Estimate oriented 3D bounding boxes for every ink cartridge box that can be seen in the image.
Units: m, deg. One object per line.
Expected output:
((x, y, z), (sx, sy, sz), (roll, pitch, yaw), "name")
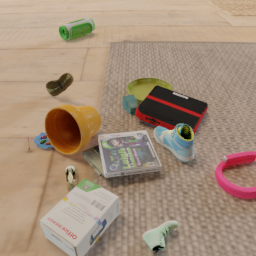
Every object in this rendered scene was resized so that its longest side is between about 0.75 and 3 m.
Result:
((-1.300, 2.491, 7.850), (1.344, 0.809, 1.850), (22, 42, 27), "ink cartridge box")

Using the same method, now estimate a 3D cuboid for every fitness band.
((4.117, 1.523, 9.383), (2.348, 0.439, 1.686), (-9, 39, -9), "fitness band")

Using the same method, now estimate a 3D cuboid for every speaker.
((-3.533, -6.937, 19.552), (2.483, 1.098, 1.098), (-32, 48, -33), "speaker")

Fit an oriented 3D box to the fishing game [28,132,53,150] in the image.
((-3.112, 0.404, 10.957), (1.623, 0.252, 1.162), (-11, 37, -14), "fishing game")

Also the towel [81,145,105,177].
((-0.674, 1.066, 10.164), (1.506, 0.270, 1.564), (-22, 41, -30), "towel")

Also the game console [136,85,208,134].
((1.887, -0.785, 12.083), (2.648, 0.411, 2.342), (23, 46, 18), "game console")

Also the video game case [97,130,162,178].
((-0.013, 0.848, 10.050), (1.947, 0.250, 2.142), (-6, 36, -10), "video game case")

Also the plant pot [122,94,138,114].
((0.132, -1.015, 12.540), (0.545, 0.545, 0.772), (-13, 48, -16), "plant pot")

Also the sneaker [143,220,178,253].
((0.991, 2.958, 7.591), (1.043, 0.384, 0.615), (-22, 37, -11), "sneaker")

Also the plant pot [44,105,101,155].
((-1.915, -0.115, 10.579), (1.785, 1.785, 1.634), (21, 27, 24), "plant pot")

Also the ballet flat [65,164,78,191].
((-1.892, 1.553, 9.353), (0.442, 0.410, 1.255), (-12, 39, -12), "ballet flat")

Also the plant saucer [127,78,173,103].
((1.047, -1.770, 13.615), (2.241, 0.348, 2.241), (1, 38, 0), "plant saucer")

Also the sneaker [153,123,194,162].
((1.720, 0.188, 10.341), (0.811, 1.331, 2.038), (-25, 44, -27), "sneaker")

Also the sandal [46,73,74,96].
((-3.128, -2.044, 13.129), (1.911, 0.767, 0.516), (-22, 6, 36), "sandal")
